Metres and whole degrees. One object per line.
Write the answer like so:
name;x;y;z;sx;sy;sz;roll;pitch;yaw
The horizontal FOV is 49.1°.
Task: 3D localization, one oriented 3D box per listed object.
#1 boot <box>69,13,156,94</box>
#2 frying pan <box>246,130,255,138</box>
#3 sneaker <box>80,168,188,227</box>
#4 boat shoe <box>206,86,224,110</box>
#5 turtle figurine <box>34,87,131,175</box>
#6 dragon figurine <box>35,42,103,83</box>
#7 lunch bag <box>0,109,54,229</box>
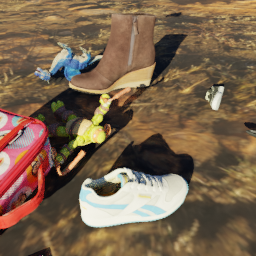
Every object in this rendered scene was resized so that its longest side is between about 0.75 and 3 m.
boot;-0.485;-2.274;8.499;2.754;2.291;0.996;-7;34;-11
frying pan;3.604;0.620;5.883;2.109;0.343;1.276;8;33;15
sneaker;0.154;1.093;4.755;1.927;0.778;0.737;-10;33;-16
boat shoe;2.479;-0.886;8.107;0.421;0.468;1.323;13;28;19
turtle figurine;-1.097;-0.082;6.409;1.993;0.796;2.472;17;63;36
dragon figurine;-1.809;-2.062;9.538;2.709;1.347;0.797;1;26;-35
lunch bag;-2.589;0.849;4.698;2.425;1.128;2.753;17;44;14
